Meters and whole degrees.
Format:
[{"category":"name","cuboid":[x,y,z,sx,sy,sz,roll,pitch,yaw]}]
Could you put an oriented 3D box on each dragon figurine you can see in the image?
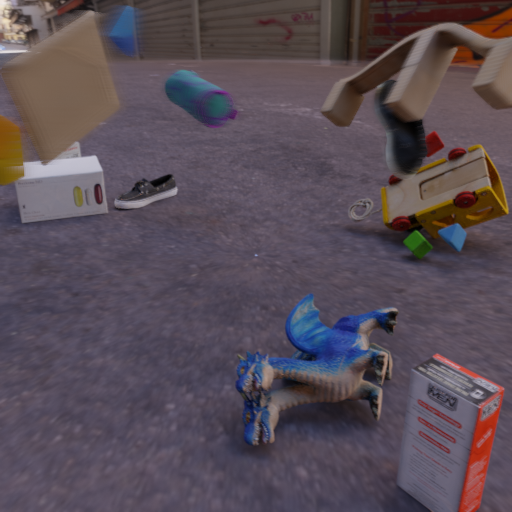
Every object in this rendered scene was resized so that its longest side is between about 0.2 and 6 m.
[{"category":"dragon figurine","cuboid":[0.901,1.160,7.266,1.692,1.002,3.403,9,27,19]}]

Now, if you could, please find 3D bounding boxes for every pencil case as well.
[{"category":"pencil case","cuboid":[-1.200,-3.315,11.743,0.881,0.811,1.906,16,19,-38]}]

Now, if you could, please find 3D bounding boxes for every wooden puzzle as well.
[{"category":"wooden puzzle","cuboid":[-3.202,-2.739,9.273,0.382,2.203,3.265,29,51,20]}]

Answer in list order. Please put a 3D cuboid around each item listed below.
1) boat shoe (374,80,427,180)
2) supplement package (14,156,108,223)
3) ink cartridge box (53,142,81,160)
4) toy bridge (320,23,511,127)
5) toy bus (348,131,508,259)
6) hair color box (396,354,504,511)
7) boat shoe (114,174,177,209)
[{"category":"boat shoe","cuboid":[2.283,-2.106,8.655,0.694,0.616,1.857,12,60,-14]},{"category":"supplement package","cuboid":[-4.627,-1.616,13.260,1.923,1.066,1.498,-10,26,-19]},{"category":"ink cartridge box","cuboid":[-5.076,-2.359,14.729,0.496,1.198,0.873,16,29,31]},{"category":"toy bridge","cuboid":[2.310,-2.542,7.786,0.518,1.281,3.810,30,-5,-25]},{"category":"toy bus","cuboid":[3.770,-1.066,11.630,1.402,2.560,2.713,37,0,-38]},{"category":"hair color box","cuboid":[1.826,1.773,5.382,0.444,1.451,0.736,-18,30,-34]},{"category":"boat shoe","cuboid":[-2.720,-1.650,13.895,1.818,0.602,0.636,-21,32,-38]}]
